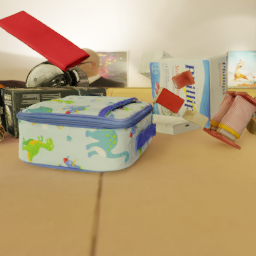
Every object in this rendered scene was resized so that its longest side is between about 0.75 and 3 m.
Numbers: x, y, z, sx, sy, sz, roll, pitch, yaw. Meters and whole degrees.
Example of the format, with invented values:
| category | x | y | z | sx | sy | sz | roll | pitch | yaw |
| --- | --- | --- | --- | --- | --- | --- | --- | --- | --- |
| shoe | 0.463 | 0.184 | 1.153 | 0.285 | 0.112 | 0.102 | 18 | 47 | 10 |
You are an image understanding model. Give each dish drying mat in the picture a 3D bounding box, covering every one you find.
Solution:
| category | x | y | z | sx | sy | sz | roll | pitch | yaw |
| --- | --- | --- | --- | --- | --- | --- | --- | --- | --- |
| dish drying mat | -2.177 | -2.254 | 7.121 | 2.463 | 0.224 | 0.946 | 35 | 55 | 17 |

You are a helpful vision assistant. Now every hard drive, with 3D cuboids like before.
| category | x | y | z | sx | sy | sz | roll | pitch | yaw |
| --- | --- | --- | --- | --- | --- | --- | --- | --- | --- |
| hard drive | 0.832 | -0.183 | 8.924 | 2.418 | 0.323 | 1.595 | 8 | 13 | 40 |

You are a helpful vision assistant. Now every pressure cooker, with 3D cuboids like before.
| category | x | y | z | sx | sy | sz | roll | pitch | yaw |
| --- | --- | --- | --- | --- | --- | --- | --- | --- | --- |
| pressure cooker | -3.053 | -1.748 | 12.132 | 2.331 | 2.295 | 2.610 | 24 | 16 | 8 |

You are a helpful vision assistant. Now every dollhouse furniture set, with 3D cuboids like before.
| category | x | y | z | sx | sy | sz | roll | pitch | yaw |
| --- | --- | --- | --- | --- | --- | --- | --- | --- | --- |
| dollhouse furniture set | 1.780 | -0.538 | 6.268 | 2.130 | 1.147 | 0.866 | 28 | 4 | -13 |

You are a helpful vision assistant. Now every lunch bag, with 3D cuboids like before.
| category | x | y | z | sx | sy | sz | roll | pitch | yaw |
| --- | --- | --- | --- | --- | --- | --- | --- | --- | --- |
| lunch bag | -0.645 | -0.030 | 5.846 | 2.275 | 1.167 | 2.830 | 6 | 12 | 15 |

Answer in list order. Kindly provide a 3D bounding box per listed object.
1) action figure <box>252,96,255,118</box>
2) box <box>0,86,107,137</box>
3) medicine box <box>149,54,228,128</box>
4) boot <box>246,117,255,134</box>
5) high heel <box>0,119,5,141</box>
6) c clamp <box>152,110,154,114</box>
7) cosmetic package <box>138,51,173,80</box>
| category | x | y | z | sx | sy | sz | roll | pitch | yaw |
| --- | --- | --- | --- | --- | --- | --- | --- | --- | --- |
| action figure | 4.818 | -0.658 | 10.614 | 2.241 | 1.211 | 2.316 | 3 | -19 | -19 |
| box | -2.490 | -0.652 | 8.854 | 2.903 | 1.250 | 2.377 | -8 | 13 | -38 |
| medicine box | 2.048 | -1.294 | 9.520 | 1.223 | 2.163 | 2.375 | -19 | 20 | -39 |
| boot | 3.936 | -0.046 | 7.788 | 0.909 | 0.449 | 1.170 | -3 | 11 | -12 |
| high heel | -3.563 | -0.449 | 6.995 | 0.761 | 1.520 | 2.132 | -6 | 12 | -29 |
| c clamp | 1.596 | -0.670 | 11.885 | 2.247 | 0.304 | 1.920 | 4 | 17 | 19 |
| cosmetic package | 1.142 | -2.449 | 11.061 | 0.883 | 0.884 | 1.071 | 17 | -5 | -43 |
